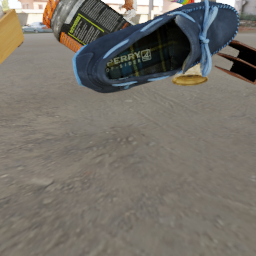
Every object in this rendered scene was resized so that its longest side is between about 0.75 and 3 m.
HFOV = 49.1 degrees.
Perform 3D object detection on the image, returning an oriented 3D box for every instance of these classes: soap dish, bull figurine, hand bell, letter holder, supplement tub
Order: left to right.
[{"bbox_3d":[-3.930,-1.978,6.954,2.568,1.043,2.020,9,57,39],"label":"soap dish"},{"bbox_3d":[-0.998,-2.920,8.527,2.868,1.757,1.757,34,23,-7],"label":"supplement tub"},{"bbox_3d":[0.013,-4.605,10.078,0.501,1.540,0.935,-4,7,-34],"label":"bull figurine"},{"bbox_3d":[1.616,-2.109,7.432,0.936,1.797,0.936,1,-9,0],"label":"hand bell"},{"bbox_3d":[2.868,-1.895,7.666,1.117,0.790,1.572,21,17,-13],"label":"letter holder"}]

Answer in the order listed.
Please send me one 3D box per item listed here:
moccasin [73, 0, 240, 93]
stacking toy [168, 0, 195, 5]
[{"bbox_3d":[0.640,-1.052,3.919,2.743,1.103,0.935,-30,27,-18],"label":"moccasin"},{"bbox_3d":[1.789,-4.276,9.272,1.202,0.513,0.513,2,15,-44],"label":"stacking toy"}]
